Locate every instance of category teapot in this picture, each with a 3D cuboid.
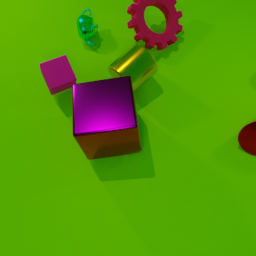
[{"bbox_3d":[-1.171,-2.928,8.251,0.586,0.745,1.198,-5,88,0],"label":"teapot"}]

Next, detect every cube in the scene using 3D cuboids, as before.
[{"bbox_3d":[-0.466,-0.201,6.602,1.371,1.371,1.371,-8,61,2],"label":"cube"},{"bbox_3d":[-1.809,-1.361,7.275,0.706,0.706,0.706,-24,91,-15],"label":"cube"}]

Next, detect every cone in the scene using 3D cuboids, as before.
[{"bbox_3d":[3.420,-0.037,7.134,1.101,1.101,1.105,21,42,9],"label":"cone"}]

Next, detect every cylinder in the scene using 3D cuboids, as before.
[{"bbox_3d":[0.128,-1.554,7.435,0.972,0.972,0.972,-43,73,-7],"label":"cylinder"}]

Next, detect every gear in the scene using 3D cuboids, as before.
[{"bbox_3d":[0.794,-3.124,8.071,1.687,0.312,1.687,0,91,-24],"label":"gear"}]
